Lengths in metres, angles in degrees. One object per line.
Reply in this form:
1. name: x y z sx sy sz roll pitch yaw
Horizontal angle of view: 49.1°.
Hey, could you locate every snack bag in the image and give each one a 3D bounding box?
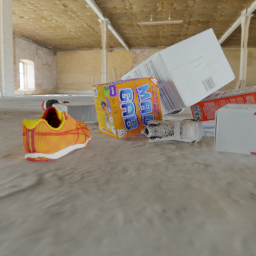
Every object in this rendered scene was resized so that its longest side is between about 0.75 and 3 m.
1. snack bag: 2.355 -0.063 10.310 2.324 0.264 2.464 4 10 25

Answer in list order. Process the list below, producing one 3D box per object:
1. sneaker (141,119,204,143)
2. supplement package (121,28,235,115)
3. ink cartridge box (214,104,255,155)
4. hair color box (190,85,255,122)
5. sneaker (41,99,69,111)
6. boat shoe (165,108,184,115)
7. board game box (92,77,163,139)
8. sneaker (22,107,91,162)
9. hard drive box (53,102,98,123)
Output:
1. sneaker: 1.190 0.104 7.888 1.051 0.687 1.828 -5 5 -30
2. supplement package: 1.833 -1.928 10.876 2.768 2.129 2.895 -29 5 -27
3. ink cartridge box: 3.427 -0.043 7.496 1.821 1.035 2.498 4 9 25
4. hair color box: 3.905 -0.942 10.520 2.763 0.846 1.402 -8 13 33
5. sneaker: -4.472 -1.205 16.073 1.378 0.859 2.572 1 5 13
6. boat shoe: 2.146 -0.987 15.583 1.954 0.704 0.693 -8 11 33
7. board game box: -0.043 -0.727 9.249 1.657 1.657 1.658 -14 13 -23
8. sneaker: -1.596 0.009 7.007 1.064 1.125 2.917 0 7 7
9. hard drive box: -2.149 -0.727 12.857 2.115 0.812 1.648 -6 10 -35
